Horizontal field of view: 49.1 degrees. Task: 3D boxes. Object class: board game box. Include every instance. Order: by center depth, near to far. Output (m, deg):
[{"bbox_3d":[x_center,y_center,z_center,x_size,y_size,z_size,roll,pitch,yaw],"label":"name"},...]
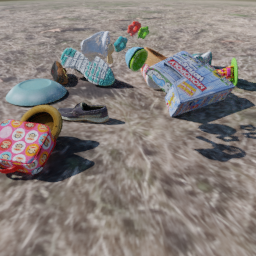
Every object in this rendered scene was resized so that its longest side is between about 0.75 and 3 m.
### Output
[{"bbox_3d":[1.953,-1.556,9.690,2.516,0.776,2.517,-33,70,-34],"label":"board game box"}]

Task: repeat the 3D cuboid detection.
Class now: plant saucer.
[{"bbox_3d":[-3.490,-1.478,10.614,2.241,0.431,2.241,-1,29,1],"label":"plant saucer"},{"bbox_3d":[1.425,-2.668,11.595,2.390,0.447,2.390,27,22,-12],"label":"plant saucer"}]

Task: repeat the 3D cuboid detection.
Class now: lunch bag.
[{"bbox_3d":[-2.662,0.504,6.799,1.531,0.627,1.349,10,56,16],"label":"lunch bag"}]

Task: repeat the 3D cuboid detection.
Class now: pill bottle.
[{"bbox_3d":[1.062,-2.353,11.635,0.954,0.954,1.742,-4,31,-7],"label":"pill bottle"}]

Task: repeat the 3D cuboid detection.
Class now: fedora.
[{"bbox_3d":[-2.332,0.033,7.666,1.336,0.545,1.336,-3,72,11],"label":"fedora"}]

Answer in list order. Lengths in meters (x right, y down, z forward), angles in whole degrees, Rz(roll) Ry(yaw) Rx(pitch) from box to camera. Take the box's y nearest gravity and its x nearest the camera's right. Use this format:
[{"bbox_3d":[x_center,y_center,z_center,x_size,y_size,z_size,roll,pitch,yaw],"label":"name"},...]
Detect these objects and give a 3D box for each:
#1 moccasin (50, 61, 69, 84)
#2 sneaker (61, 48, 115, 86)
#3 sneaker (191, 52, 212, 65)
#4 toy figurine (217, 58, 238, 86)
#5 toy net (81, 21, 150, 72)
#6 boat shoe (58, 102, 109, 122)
[{"bbox_3d":[-2.914,-2.404,12.070,0.667,0.632,1.727,15,22,-32],"label":"moccasin"},{"bbox_3d":[-1.533,-2.588,12.020,2.769,1.074,1.263,34,12,24],"label":"sneaker"},{"bbox_3d":[3.062,-3.026,13.085,1.067,0.908,2.340,10,23,35],"label":"sneaker"},{"bbox_3d":[3.709,-2.250,11.650,1.375,1.121,1.494,-4,7,11],"label":"toy figurine"},{"bbox_3d":[-0.168,-2.105,7.162,0.468,1.270,2.421,42,30,21],"label":"toy net"},{"bbox_3d":[-1.443,-0.552,8.918,1.708,0.553,0.614,6,31,10],"label":"boat shoe"}]
